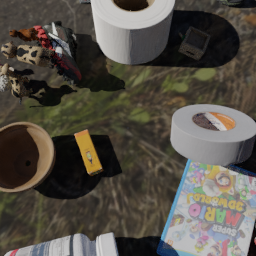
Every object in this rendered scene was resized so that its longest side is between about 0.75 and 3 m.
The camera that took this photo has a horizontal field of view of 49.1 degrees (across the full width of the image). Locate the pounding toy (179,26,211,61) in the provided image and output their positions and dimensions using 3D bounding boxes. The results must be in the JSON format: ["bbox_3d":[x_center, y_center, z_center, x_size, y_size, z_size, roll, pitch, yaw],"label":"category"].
[{"bbox_3d":[2.161,-2.933,9.592,0.989,0.703,0.910,25,70,-1],"label":"pounding toy"}]

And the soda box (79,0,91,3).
[{"bbox_3d":[-1.705,-5.474,10.698,0.491,0.456,1.438,-9,67,-4],"label":"soda box"}]

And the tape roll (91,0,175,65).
[{"bbox_3d":[0.153,-3.645,9.210,2.586,1.775,2.586,0,68,0],"label":"tape roll"}]

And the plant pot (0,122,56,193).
[{"bbox_3d":[-2.908,0.878,7.790,1.926,0.889,1.926,0,68,1],"label":"plant pot"}]

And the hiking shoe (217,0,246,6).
[{"bbox_3d":[3.535,-5.240,10.314,1.943,0.978,0.736,27,70,11],"label":"hiking shoe"}]

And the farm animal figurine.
[{"bbox_3d":[-3.400,-1.922,8.440,2.194,1.103,1.771,-44,81,19],"label":"farm animal figurine"}]

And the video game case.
[{"bbox_3d":[2.277,2.308,7.521,2.137,0.266,2.986,21,69,8],"label":"video game case"}]

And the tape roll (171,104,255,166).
[{"bbox_3d":[2.264,0.109,7.570,2.174,0.718,2.174,0,29,0],"label":"tape roll"}]

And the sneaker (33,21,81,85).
[{"bbox_3d":[-2.098,-2.576,9.215,1.278,0.924,2.615,-32,69,-10],"label":"sneaker"}]

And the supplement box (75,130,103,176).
[{"bbox_3d":[-1.131,0.717,8.114,0.425,0.439,1.277,-20,67,-8],"label":"supplement box"}]

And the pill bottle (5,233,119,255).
[{"bbox_3d":[-1.441,3.313,6.435,2.515,1.504,1.504,-12,68,-6],"label":"pill bottle"}]
